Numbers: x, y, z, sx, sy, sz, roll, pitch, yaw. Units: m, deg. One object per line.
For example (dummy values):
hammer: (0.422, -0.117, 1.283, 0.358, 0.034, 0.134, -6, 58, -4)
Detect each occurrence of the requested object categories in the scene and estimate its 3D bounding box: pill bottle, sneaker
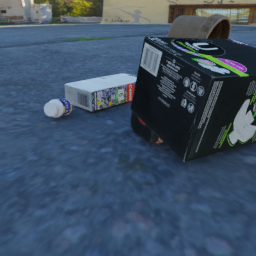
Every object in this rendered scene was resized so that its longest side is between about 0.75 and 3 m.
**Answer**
pill bottle: (-1.921, -0.548, 7.661, 0.491, 0.491, 0.820, 6, 12, 13)
sneaker: (0.644, -0.034, 6.763, 0.821, 0.511, 1.531, 0, 19, -20)

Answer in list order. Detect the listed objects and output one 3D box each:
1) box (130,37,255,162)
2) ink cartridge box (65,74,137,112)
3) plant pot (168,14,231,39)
box: (1.838, -0.799, 6.008, 2.803, 1.742, 2.082, -9, 37, -30)
ink cartridge box: (-0.590, -1.245, 9.207, 2.593, 0.653, 1.413, -19, 29, -41)
plant pot: (3.072, -4.121, 12.792, 2.178, 2.497, 2.497, 34, 39, 28)
